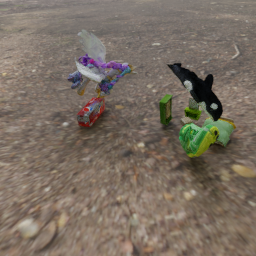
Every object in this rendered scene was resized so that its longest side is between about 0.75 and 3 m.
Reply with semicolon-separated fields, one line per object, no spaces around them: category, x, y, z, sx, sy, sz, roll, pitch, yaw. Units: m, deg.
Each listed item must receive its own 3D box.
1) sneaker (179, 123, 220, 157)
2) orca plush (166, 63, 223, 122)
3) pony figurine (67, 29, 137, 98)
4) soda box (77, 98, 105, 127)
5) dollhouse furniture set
sneaker;1.441;0.236;6.148;0.615;1.659;0.693;-41;83;-12
orca plush;1.906;-1.140;7.317;0.721;1.067;2.028;-40;52;15
pony figurine;-0.991;-1.759;8.691;1.975;2.046;1.704;26;55;-31
soda box;-1.095;-0.498;8.436;0.417;0.377;1.190;6;32;18
dollhouse furniture set;1.884;-0.326;7.627;2.009;0.776;1.004;17;42;28
